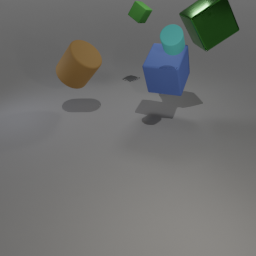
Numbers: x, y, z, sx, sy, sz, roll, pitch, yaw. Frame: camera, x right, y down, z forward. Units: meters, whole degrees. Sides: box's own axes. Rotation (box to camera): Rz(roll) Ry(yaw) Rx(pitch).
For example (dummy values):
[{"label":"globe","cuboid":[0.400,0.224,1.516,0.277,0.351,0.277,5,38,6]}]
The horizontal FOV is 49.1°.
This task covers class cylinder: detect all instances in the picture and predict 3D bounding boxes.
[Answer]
[{"label":"cylinder","cuboid":[-1.974,-2.526,11.210,1.400,1.400,1.400,22,49,-27]},{"label":"cylinder","cuboid":[1.378,-2.703,8.633,0.700,0.700,0.700,10,-8,18]}]

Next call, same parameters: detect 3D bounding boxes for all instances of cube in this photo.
[{"label":"cube","cuboid":[0.565,-5.365,12.981,0.700,0.700,0.700,42,34,10]},{"label":"cube","cuboid":[2.989,-3.965,10.428,1.400,1.400,1.400,-32,29,9]},{"label":"cube","cuboid":[1.536,-2.288,10.952,1.400,1.400,1.400,10,56,23]}]
